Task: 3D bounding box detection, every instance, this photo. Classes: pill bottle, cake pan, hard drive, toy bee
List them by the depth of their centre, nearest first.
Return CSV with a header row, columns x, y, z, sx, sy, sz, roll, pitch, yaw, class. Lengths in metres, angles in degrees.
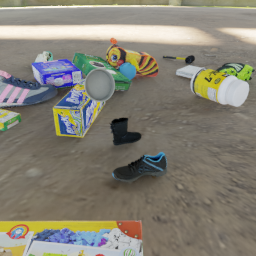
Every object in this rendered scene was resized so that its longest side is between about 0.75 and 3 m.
x,y,z,sx,sy,sz,roll,pitch,yaw,class
-0.729,-1.076,7.050,0.835,0.835,0.153,-16,16,-27,cake pan
2.953,-1.327,9.093,0.953,0.953,1.667,-19,33,-32,pill bottle
-0.169,-2.697,11.002,2.966,1.612,1.942,-20,35,-33,toy bee
3.003,-2.234,11.565,1.689,0.222,1.114,22,35,35,hard drive

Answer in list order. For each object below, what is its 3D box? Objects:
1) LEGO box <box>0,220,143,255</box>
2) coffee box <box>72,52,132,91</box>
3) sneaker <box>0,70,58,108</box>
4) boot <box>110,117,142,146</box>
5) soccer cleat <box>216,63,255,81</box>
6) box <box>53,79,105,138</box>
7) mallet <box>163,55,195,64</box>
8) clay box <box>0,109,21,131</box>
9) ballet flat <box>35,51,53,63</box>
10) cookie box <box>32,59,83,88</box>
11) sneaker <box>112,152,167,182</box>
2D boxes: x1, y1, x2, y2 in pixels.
x,y,z,sx,sy,sz,roll,pitch,yaw,class
-1.135,1.992,2.779,2.630,1.015,1.959,0,28,-1,LEGO box
-0.969,-2.027,10.139,1.279,0.457,2.079,-5,39,-46,coffee box
-3.608,-1.303,8.908,2.618,1.074,0.919,-10,30,-18,sneaker
-0.052,0.049,6.680,0.789,0.646,0.292,-13,33,-15,boot
3.813,-2.073,10.638,2.444,0.825,0.991,-14,37,-38,soccer cleat
-1.285,-0.649,7.944,0.756,0.824,2.352,4,28,8,box
2.515,-3.462,13.843,1.647,0.339,0.542,20,34,40,mallet
-3.669,-0.273,7.830,1.152,0.274,0.662,12,30,21,clay box
-3.862,-3.079,12.675,0.640,0.669,1.900,3,29,-2,ballet flat
-2.761,-2.125,10.893,1.497,0.657,1.750,-14,31,-25,cookie box
0.240,0.759,5.686,1.159,0.475,0.424,-9,30,-16,sneaker
